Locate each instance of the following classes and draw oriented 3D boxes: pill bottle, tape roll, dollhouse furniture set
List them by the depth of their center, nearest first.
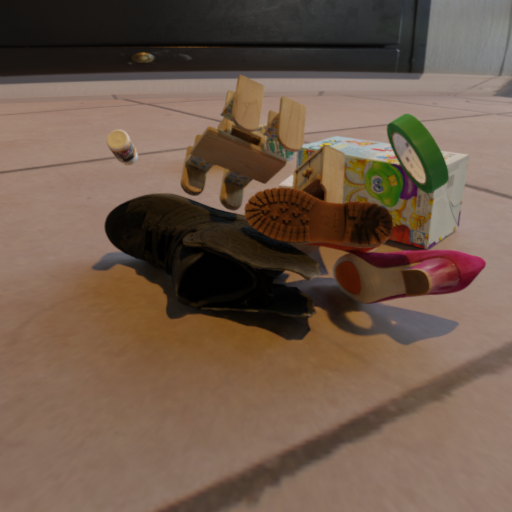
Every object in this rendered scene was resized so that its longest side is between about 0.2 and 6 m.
[{"bbox_3d":[2.042,-1.295,7.123,0.249,1.035,1.035,-32,25,3],"label":"tape roll"},{"bbox_3d":[-2.156,-1.736,9.072,0.372,0.372,0.640,3,-16,6],"label":"pill bottle"},{"bbox_3d":[0.147,-1.287,9.493,2.545,1.691,2.231,19,-29,-22],"label":"dollhouse furniture set"}]

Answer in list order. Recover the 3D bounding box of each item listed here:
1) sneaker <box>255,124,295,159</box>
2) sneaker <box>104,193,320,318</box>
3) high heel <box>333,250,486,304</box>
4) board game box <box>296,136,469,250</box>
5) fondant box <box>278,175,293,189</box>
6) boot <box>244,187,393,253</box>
[{"bbox_3d":[-0.238,-3.489,17.138,3.020,1.172,1.377,-3,19,-11],"label":"sneaker"},{"bbox_3d":[-0.909,-0.036,8.709,4.110,1.234,2.144,10,20,14],"label":"sneaker"},{"bbox_3d":[2.135,0.208,8.258,1.126,0.790,2.347,-13,1,-26],"label":"high heel"},{"bbox_3d":[2.489,-1.399,11.510,3.039,1.565,1.594,18,29,37],"label":"board game box"},{"bbox_3d":[1.061,-1.721,13.924,0.740,0.299,1.025,9,25,19],"label":"fondant box"},{"bbox_3d":[0.906,-0.433,8.502,2.156,0.809,1.156,11,-8,8],"label":"boot"}]
